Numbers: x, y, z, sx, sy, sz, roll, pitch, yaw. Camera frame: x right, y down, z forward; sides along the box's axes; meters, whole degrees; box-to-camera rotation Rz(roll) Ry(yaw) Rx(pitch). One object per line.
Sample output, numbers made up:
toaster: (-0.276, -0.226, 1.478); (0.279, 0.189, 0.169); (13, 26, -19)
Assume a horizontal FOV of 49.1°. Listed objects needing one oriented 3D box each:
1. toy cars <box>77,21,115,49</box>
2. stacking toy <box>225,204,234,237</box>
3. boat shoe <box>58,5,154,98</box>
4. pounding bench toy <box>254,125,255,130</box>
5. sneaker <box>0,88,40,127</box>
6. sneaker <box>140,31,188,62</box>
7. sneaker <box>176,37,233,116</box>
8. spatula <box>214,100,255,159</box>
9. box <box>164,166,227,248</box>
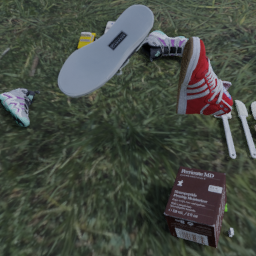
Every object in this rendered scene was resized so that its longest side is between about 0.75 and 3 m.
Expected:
toy cars: (-1.332, -4.501, 13.295); (2.922, 0.647, 1.310); (-34, 58, -26)
stacking toy: (2.419, 2.490, 7.681); (0.743, 0.232, 0.986); (2, 49, 2)
boat shoe: (-0.466, -1.644, 6.394); (0.978, 0.904, 2.648); (38, 81, 6)
pounding bench toy: (5.454, -0.194, 9.411); (1.465, 1.878, 1.167); (23, 44, -27)
sneaker: (-3.747, -0.933, 10.225); (1.336, 0.742, 1.910); (-35, 59, -25)
sneaker: (1.589, -3.348, 12.238); (2.378, 0.924, 1.663); (25, 55, 31)
sneaker: (2.068, -1.184, 7.151); (1.517, 2.697, 0.961); (7, 63, 9)
spatula: (4.082, 0.008, 9.825); (1.957, 0.226, 2.814); (7, 51, -2)
box: (1.798, 2.014, 7.257); (1.238, 1.225, 1.492); (6, 48, 26)
